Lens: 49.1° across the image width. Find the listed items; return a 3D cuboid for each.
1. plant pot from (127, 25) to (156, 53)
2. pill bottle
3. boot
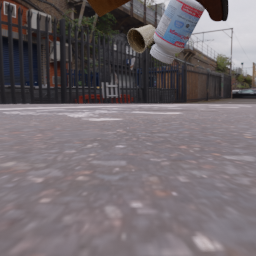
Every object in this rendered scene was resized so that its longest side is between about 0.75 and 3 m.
[{"bbox_3d":[0.614,-3.500,10.766,0.875,0.956,0.956,-37,25,-28],"label":"plant pot"},{"bbox_3d":[1.647,-3.449,9.806,1.199,2.206,1.199,19,32,-12],"label":"pill bottle"},{"bbox_3d":[0.460,-2.789,5.731,2.809,0.962,2.644,-12,-25,31],"label":"boot"}]
